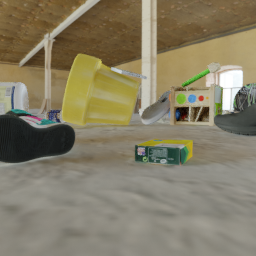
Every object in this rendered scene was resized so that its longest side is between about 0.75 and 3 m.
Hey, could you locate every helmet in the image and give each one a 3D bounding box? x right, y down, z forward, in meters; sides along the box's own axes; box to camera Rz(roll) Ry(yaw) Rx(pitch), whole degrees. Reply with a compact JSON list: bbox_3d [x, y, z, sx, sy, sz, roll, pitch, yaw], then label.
[{"bbox_3d":[6.121,-1.115,13.568,2.177,2.177,2.076,2,-13,27],"label":"helmet"}]

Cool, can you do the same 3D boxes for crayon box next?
[{"bbox_3d":[0.550,0.313,3.924,0.612,0.245,0.965,2,5,24],"label":"crayon box"}]

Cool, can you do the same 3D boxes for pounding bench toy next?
[{"bbox_3d":[3.048,-1.540,12.773,2.188,2.805,1.742,3,5,30],"label":"pounding bench toy"}]

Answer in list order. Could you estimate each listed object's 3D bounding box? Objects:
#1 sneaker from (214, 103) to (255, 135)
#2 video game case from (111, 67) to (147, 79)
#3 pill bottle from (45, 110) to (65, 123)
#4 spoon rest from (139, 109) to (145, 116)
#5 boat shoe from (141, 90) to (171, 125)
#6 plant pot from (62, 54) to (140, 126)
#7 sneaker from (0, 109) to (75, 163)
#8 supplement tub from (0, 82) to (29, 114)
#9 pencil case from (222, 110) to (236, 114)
[{"bbox_3d":[3.618,-0.368,7.435,2.582,1.172,0.980,1,6,24],"label":"sneaker"},{"bbox_3d":[0.021,-2.104,10.728,1.071,0.130,1.176,9,13,-25],"label":"video game case"},{"bbox_3d":[-3.753,-0.637,15.115,1.268,0.704,0.704,0,4,10],"label":"pill bottle"},{"bbox_3d":[1.565,-0.820,19.935,1.074,0.655,2.162,5,-7,42],"label":"spoon rest"},{"bbox_3d":[1.661,-0.698,13.725,1.075,1.241,2.911,6,35,34],"label":"boat shoe"},{"bbox_3d":[-1.047,-1.329,11.707,2.721,2.892,2.892,15,2,-5],"label":"plant pot"},{"bbox_3d":[-1.673,0.061,3.996,1.021,0.707,1.691,8,-1,30],"label":"sneaker"},{"bbox_3d":[-6.537,-1.239,13.807,2.832,2.053,2.053,-1,4,-8],"label":"supplement tub"},{"bbox_3d":[4.528,-0.354,10.836,1.699,0.661,0.760,1,-14,7],"label":"pencil case"}]
